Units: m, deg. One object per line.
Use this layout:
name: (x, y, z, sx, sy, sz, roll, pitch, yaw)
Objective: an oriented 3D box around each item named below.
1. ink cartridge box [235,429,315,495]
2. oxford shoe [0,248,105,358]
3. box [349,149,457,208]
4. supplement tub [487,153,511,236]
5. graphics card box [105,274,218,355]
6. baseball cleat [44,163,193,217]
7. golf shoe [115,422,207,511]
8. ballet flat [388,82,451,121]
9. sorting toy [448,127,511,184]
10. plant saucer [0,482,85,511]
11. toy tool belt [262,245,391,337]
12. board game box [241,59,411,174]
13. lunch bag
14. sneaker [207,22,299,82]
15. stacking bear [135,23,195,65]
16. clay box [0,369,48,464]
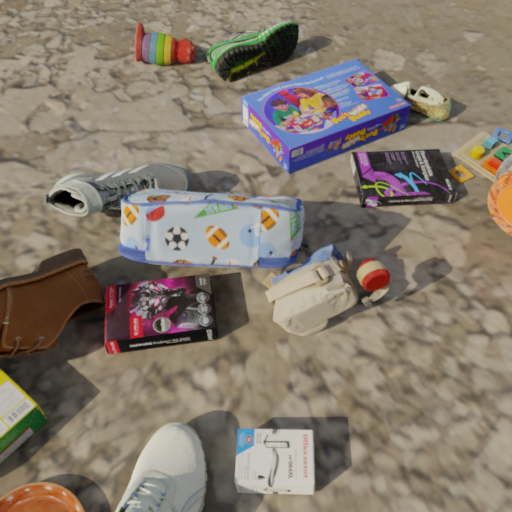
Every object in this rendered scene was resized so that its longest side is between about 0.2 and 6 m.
ink cartridge box: (0.276, 2.876, 7.860, 1.083, 0.457, 0.791, -1, 51, 4)
oxford shoe: (-3.715, 1.055, 8.437, 3.495, 1.246, 1.245, -32, 88, -45)
box: (3.017, -1.641, 11.619, 1.931, 0.349, 1.381, -2, 51, -3)
supplement tub: (5.820, -1.607, 10.653, 2.945, 1.804, 1.804, -37, 60, -26)
graphics card box: (-1.607, 0.962, 9.439, 1.834, 0.467, 1.151, -6, 51, -6)
baseball cleat: (-2.593, -1.138, 10.656, 2.734, 0.953, 1.455, -7, 21, 5)
golf shoe: (-1.302, 3.276, 6.993, 1.086, 1.348, 2.773, 12, 51, 5)
ballet flat: (3.683, -3.738, 13.142, 1.872, 0.662, 0.662, 25, 55, 19)
sorting toy: (5.080, -2.187, 12.083, 2.257, 0.307, 1.271, -36, 60, -25)
plant saucer: (-2.942, 3.751, 7.333, 1.476, 0.238, 1.476, 0, 52, 0)
toy tool belt: (1.081, 0.347, 9.262, 2.000, 1.249, 1.229, -30, 50, 13)
board game box: (1.541, -3.234, 12.667, 3.142, 0.703, 2.112, -23, 55, -17)
lunch bag: (-0.621, -0.522, 9.658, 3.143, 1.187, 2.518, 5, 10, 3)
sneaker: (-0.054, -5.405, 14.227, 2.634, 1.028, 1.122, -26, 55, -19)
stacking bear: (-2.297, -5.289, 14.318, 1.485, 0.902, 0.844, 5, 62, -6)
clay box: (-4.594, 2.115, 8.400, 2.600, 0.619, 1.494, 32, 58, 24)
